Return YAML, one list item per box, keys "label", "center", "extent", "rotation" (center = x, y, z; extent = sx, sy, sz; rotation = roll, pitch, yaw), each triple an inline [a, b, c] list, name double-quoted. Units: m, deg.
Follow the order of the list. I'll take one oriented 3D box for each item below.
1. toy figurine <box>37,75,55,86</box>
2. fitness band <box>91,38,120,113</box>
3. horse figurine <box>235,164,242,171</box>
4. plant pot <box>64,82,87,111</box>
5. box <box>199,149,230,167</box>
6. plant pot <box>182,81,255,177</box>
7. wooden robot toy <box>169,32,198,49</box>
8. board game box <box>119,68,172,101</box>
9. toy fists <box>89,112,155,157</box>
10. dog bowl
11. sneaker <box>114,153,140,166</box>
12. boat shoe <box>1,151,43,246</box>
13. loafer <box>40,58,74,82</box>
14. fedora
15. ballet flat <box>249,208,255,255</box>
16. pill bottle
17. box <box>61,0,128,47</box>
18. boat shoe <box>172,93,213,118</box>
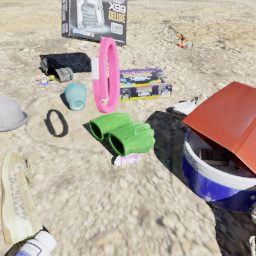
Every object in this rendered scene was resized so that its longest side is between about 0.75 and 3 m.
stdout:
- label: "toy figurine"
  center: [-3.950, -2.205, 13.537]
  extent: [0.871, 0.460, 0.522]
  rotation: [-6, 61, -4]
- label: "fitness band"
  center: [-0.371, -0.958, 5.216]
  extent: [0.259, 1.382, 0.992]
  rotation: [4, 17, 14]
- label: "horse figurine"
  center: [3.307, 0.948, 8.207]
  extent: [0.507, 0.191, 0.765]
  rotation: [-17, 40, 11]
- label: "plant pot"
  center: [-2.093, -1.205, 11.390]
  extent: [0.949, 0.949, 0.892]
  rotation: [-7, 48, -11]
- label: "box"
  center: [2.523, 0.865, 8.209]
  extent: [0.807, 0.302, 0.404]
  rotation: [3, 50, 8]
- label: "plant pot"
  center: [3.028, -0.066, 7.446]
  extent: [1.737, 1.969, 1.971]
  rotation: [-53, 36, 2]
- label: "wooden robot toy"
  center: [2.308, -3.581, 11.326]
  extent: [1.237, 0.561, 0.545]
  rotation: [20, 58, -8]
- label: "board game box"
  center: [0.535, -2.042, 12.817]
  extent: [2.493, 0.707, 2.061]
  rotation: [-5, 34, -9]
- label: "toy fists"
  center: [-0.164, 0.150, 9.119]
  extent: [1.306, 0.881, 2.562]
  rotation: [-23, 28, -26]
- label: "dog bowl"
  center: [2.959, 0.900, 7.807]
  extent: [2.836, 1.117, 2.836]
  rotation: [0, 33, 0]
- label: "sneaker"
  center: [0.022, 0.968, 8.475]
  extent: [0.857, 0.310, 0.488]
  rotation: [-28, 45, -36]
- label: "boat shoe"
  center: [-2.667, 1.606, 6.981]
  extent: [0.836, 0.978, 2.667]
  rotation: [-7, 43, -19]
- label: "loafer"
  center: [-3.789, -2.933, 14.143]
  extent: [2.406, 0.864, 0.757]
  rotation: [26, 47, 32]
- label: "fedora"
  center: [-4.760, -0.603, 10.213]
  extent: [2.068, 0.934, 1.829]
  rotation: [1, 27, -4]
- label: "ballet flat"
  center: [2.927, 2.094, 5.576]
  extent: [0.918, 1.086, 2.873]
  rotation: [0, 46, 27]
- label: "pill bottle"
  center: [-1.929, 2.613, 5.603]
  extent: [0.606, 0.606, 1.012]
  rotation: [14, 34, 21]
- label: "box"
  center: [-1.254, -4.517, 11.065]
  extent: [2.768, 2.183, 0.689]
  rotation: [-3, 9, -41]
- label: "boat shoe"
  center: [2.858, -0.962, 11.021]
  extent: [2.349, 0.804, 0.878]
  rotation: [-9, 33, -13]
